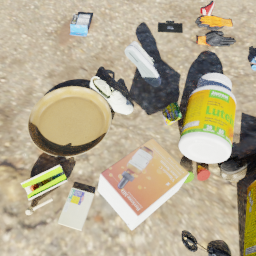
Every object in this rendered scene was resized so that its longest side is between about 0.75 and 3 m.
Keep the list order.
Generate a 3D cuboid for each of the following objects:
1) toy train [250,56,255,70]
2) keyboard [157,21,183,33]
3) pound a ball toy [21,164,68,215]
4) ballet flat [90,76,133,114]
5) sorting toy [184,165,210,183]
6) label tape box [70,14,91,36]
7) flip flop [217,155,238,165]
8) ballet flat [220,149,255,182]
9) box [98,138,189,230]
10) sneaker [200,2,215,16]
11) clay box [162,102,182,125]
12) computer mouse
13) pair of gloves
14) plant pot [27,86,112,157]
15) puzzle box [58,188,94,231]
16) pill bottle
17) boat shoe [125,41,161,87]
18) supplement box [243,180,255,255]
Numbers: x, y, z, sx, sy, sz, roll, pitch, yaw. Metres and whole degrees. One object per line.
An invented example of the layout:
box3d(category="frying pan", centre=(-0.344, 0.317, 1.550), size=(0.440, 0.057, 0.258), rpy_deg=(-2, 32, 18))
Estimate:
box3d(category="toy train", centre=(5.479, -2.526, 11.119), size=(1.164, 0.665, 0.504), rpy_deg=(28, 63, 16))
box3d(category="keyboard", centre=(1.903, -4.534, 12.631), size=(1.136, 0.146, 0.682), rpy_deg=(3, 66, 1))
box3d(category="pound a ball toy", centre=(-2.575, 1.877, 8.628), size=(1.483, 0.630, 0.967), rpy_deg=(-26, 88, -15))
box3d(category="ballet flat", centre=(-0.667, -1.239, 10.357), size=(2.049, 0.711, 0.711), rpy_deg=(38, 66, 20))
box3d(category="sorting toy", centre=(1.911, 1.434, 8.984), size=(1.363, 0.473, 0.470), rpy_deg=(-6, 36, -6))
box3d(category="label tape box", centre=(-2.145, -4.619, 12.551), size=(0.773, 0.357, 1.079), rpy_deg=(6, 58, 4))
box3d(category="flip flop", centre=(3.251, 1.009, 9.246), size=(0.783, 0.318, 0.225), rpy_deg=(-14, 46, -10))
box3d(category="ballet flat", centre=(4.111, 1.180, 9.022), size=(2.603, 0.603, 0.877), rpy_deg=(-17, 27, -16))
box3d(category="box", centre=(0.322, 1.191, 6.173), size=(1.573, 0.836, 1.198), rpy_deg=(-32, 65, -30))
box3d(category="sneaker", centre=(3.734, -5.650, 13.163), size=(0.547, 0.371, 0.947), rpy_deg=(20, 60, 10))
box3d(category="clay box", centre=(1.496, -0.486, 9.619), size=(0.232, 0.975, 0.560), rpy_deg=(-11, 78, -16))
box3d(category="computer mouse", centre=(2.203, 3.425, 7.819), size=(1.503, 0.256, 0.440), rpy_deg=(22, 63, 13))
box3d(category="pair of gloves", centre=(3.877, -4.317, 12.445), size=(1.700, 0.236, 1.908), rpy_deg=(4, 60, 2))
box3d(category="plant pot", centre=(-2.027, -0.224, 9.914), size=(2.910, 0.400, 2.910), rpy_deg=(0, 60, 0))
box3d(category="puzzle box", centre=(-1.549, 2.435, 8.469), size=(0.754, 0.144, 1.134), rpy_deg=(14, 60, 9))
box3d(category="pill bottle", centre=(2.703, -0.415, 9.280), size=(1.578, 1.578, 2.841), rpy_deg=(14, 59, 8))
box3d(category="boat shoe", centre=(0.674, -2.314, 10.001), size=(0.672, 1.826, 0.610), rpy_deg=(-4, 45, 51))
box3d(category="supplement box", centre=(4.126, 2.836, 7.393), size=(1.571, 1.581, 2.887), rpy_deg=(14, 61, 7))
